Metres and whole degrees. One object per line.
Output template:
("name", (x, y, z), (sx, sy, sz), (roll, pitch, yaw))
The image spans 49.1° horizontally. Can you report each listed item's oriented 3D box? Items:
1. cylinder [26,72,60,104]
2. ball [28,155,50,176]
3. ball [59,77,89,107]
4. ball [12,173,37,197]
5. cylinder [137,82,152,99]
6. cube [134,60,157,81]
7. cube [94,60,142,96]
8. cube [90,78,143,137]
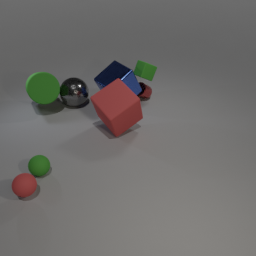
("cylinder", (-3.888, -1.832, 12.721), (1.400, 1.400, 1.400), (-12, 14, -19))
("ball", (-2.920, 1.235, 9.210), (0.700, 0.700, 0.700), (0, 31, 0))
("ball", (-2.587, -1.727, 13.464), (1.400, 1.400, 1.400), (0, 31, 0))
("ball", (-3.042, 1.678, 8.229), (0.700, 0.700, 0.700), (0, 31, 0))
("cylinder", (0.749, -1.886, 14.108), (0.700, 0.700, 0.700), (23, 5, 33))
("cube", (0.789, -2.667, 13.002), (0.700, 0.700, 0.700), (12, 15, -37))
("cube", (-0.463, -2.026, 13.119), (1.400, 1.400, 1.400), (-44, 50, -10))
("cube", (-0.415, -0.792, 11.104), (1.400, 1.400, 1.400), (-36, 62, -11))
